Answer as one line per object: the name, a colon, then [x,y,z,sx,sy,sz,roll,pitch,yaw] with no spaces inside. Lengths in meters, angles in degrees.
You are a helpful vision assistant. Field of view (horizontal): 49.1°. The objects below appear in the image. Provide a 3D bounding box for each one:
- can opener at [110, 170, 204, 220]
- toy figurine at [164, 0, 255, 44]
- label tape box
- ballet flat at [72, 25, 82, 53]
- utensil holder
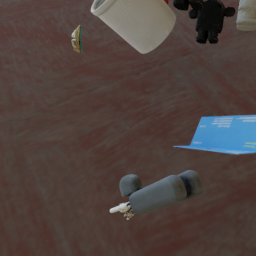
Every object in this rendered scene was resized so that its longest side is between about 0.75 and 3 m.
can opener: [0.284,1.071,4.661,0.617,2.343,0.779,-12,77,-29]
toy figurine: [2.034,-3.731,7.507,2.954,2.908,2.055,8,92,-18]
label tape box: [2.197,0.114,5.295,2.158,1.556,0.683,4,89,-30]
ballet flat: [-1.575,-2.727,8.589,0.313,0.959,0.338,8,48,-3]
utensil holder: [0.162,-2.726,6.552,1.580,1.343,1.343,34,47,-29]
